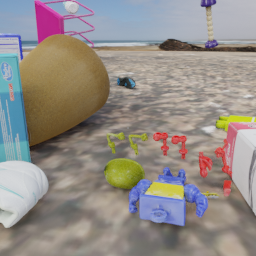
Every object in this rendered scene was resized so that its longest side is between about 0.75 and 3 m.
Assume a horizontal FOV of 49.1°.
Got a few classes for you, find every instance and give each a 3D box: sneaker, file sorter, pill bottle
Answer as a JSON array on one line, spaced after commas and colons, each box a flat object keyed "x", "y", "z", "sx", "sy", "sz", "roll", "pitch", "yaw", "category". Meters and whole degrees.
[{"x": -2.519, "y": 0.904, "z": 4.145, "sx": 2.443, "sy": 0.859, "sz": 0.979, "roll": 2, "pitch": 22, "yaw": 5, "category": "sneaker"}, {"x": -1.859, "y": -2.683, "z": 8.622, "sx": 1.304, "sy": 2.079, "sz": 1.445, "roll": -24, "pitch": 50, "yaw": -33, "category": "file sorter"}, {"x": -2.038, "y": -4.393, "z": 10.064, "sx": 0.482, "sy": 0.482, "sz": 0.870, "roll": -6, "pitch": 34, "yaw": -18, "category": "pill bottle"}, {"x": 0.037, "y": -2.392, "z": 14.374, "sx": 0.649, "sy": 0.580, "sz": 1.584, "roll": -10, "pitch": 21, "yaw": -27, "category": "sneaker"}]

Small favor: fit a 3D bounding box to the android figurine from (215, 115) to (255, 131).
[{"x": 3.298, "y": -0.081, "z": 7.911, "sx": 1.504, "sy": 0.309, "sz": 1.369, "roll": 8, "pitch": 20, "yaw": 24, "category": "android figurine"}]

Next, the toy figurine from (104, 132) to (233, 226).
[{"x": 0.404, "y": 0.821, "z": 4.106, "sx": 2.142, "sy": 1.130, "sz": 1.283, "roll": 5, "pitch": 24, "yaw": 18, "category": "toy figurine"}]

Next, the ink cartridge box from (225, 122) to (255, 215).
[{"x": 2.748, "y": 0.741, "z": 4.297, "sx": 1.798, "sy": 1.047, "sz": 2.468, "roll": 1, "pitch": 17, "yaw": 2, "category": "ink cartridge box"}]

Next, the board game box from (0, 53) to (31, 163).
[{"x": -3.406, "y": -0.137, "z": 4.997, "sx": 2.984, "sy": 2.253, "sz": 0.700, "roll": -7, "pitch": 20, "yaw": -20, "category": "board game box"}]

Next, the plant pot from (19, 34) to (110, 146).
[{"x": -2.179, "y": -0.759, "z": 7.229, "sx": 2.495, "sy": 2.495, "sz": 2.677, "roll": 8, "pitch": 37, "yaw": 24, "category": "plant pot"}]

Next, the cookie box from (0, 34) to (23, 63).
[{"x": -4.657, "y": -2.175, "z": 10.521, "sx": 0.977, "sy": 2.601, "sz": 2.225, "roll": -13, "pitch": 22, "yaw": -34, "category": "cookie box"}]

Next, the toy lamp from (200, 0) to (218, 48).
[{"x": 2.752, "y": -3.649, "z": 9.409, "sx": 0.529, "sy": 1.817, "sz": 0.529, "roll": -12, "pitch": 33, "yaw": 8, "category": "toy lamp"}]
